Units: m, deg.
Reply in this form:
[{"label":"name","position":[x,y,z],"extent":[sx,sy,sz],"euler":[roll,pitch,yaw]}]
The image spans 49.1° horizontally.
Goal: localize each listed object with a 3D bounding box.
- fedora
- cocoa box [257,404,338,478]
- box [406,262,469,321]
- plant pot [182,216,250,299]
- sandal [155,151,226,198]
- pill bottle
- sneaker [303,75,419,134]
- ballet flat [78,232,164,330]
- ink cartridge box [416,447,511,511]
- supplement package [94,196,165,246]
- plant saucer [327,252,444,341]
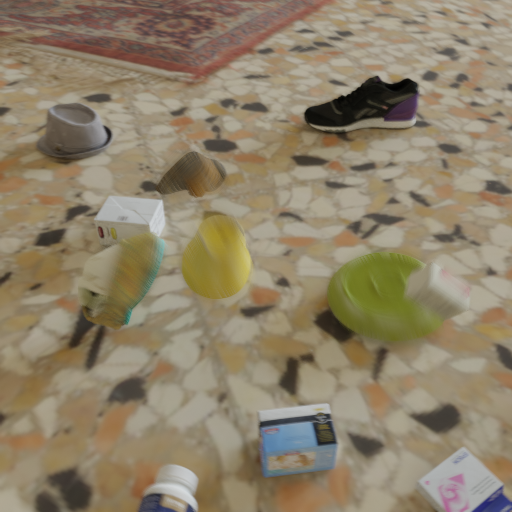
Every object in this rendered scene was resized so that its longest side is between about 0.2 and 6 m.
[{"label":"fedora","position":[-4.270,-2.996,12.994],"extent":[1.876,0.847,1.659],"euler":[27,47,28]},{"label":"cocoa box","position":[0.496,2.294,6.960],"extent":[0.911,0.608,0.598],"euler":[-5,41,-6]},{"label":"box","position":[2.342,0.466,7.216],"extent":[0.687,0.439,0.374],"euler":[33,50,-17]},{"label":"plant pot","position":[-0.551,-0.043,8.188],"extent":[1.028,0.967,1.028],"euler":[5,56,-8]},{"label":"sandal","position":[-0.923,-1.209,9.101],"extent":[0.525,0.786,1.924],"euler":[42,15,14]},{"label":"pill bottle","position":[-1.022,2.952,6.160],"extent":[0.638,0.638,1.151],"euler":[7,41,8]},{"label":"sneaker","position":[2.542,-3.804,13.632],"extent":[2.829,1.239,1.071],"euler":[-6,41,-7]},{"label":"ballet flat","position":[-1.957,0.379,7.647],"extent":[0.958,2.710,0.958],"euler":[8,66,-19]},{"label":"ink cartridge box","position":[2.509,2.830,6.674],"extent":[0.835,0.184,0.850],"euler":[-24,44,-26]},{"label":"supplement package","position":[-2.329,-0.624,10.406],"extent":[1.046,0.580,0.815],"euler":[5,40,7]},{"label":"plant saucer","position":[2.116,0.531,8.967],"extent":[1.940,0.301,1.940],"euler":[-3,40,2]}]
